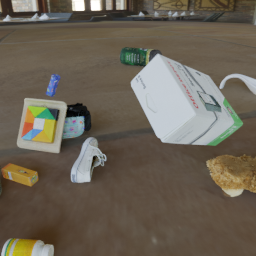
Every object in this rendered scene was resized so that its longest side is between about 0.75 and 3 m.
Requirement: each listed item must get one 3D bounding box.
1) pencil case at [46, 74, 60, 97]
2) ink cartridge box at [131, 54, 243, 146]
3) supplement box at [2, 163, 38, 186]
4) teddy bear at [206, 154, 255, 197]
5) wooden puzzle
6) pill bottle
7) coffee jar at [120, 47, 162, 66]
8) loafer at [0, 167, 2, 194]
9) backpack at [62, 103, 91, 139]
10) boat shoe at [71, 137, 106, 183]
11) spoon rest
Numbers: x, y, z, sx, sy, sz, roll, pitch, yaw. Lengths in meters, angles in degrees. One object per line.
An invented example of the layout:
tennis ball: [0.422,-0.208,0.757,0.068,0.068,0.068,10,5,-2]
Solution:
pencil case: [-2.552,-1.449,9.568,0.311,0.797,0.346,8,33,-32]
ink cartridge box: [1.545,-0.600,7.134,2.555,1.074,1.865,5,50,-47]
supplement box: [-2.742,1.186,7.114,0.920,0.317,0.306,10,29,23]
teddy bear: [3.177,1.223,6.649,2.617,0.874,1.897,-5,33,-27]
wooden puzzle: [-2.606,-0.089,8.386,1.427,1.542,0.287,6,-3,13]
pill bottle: [-1.735,2.192,4.899,0.791,0.446,0.446,2,26,4]
coffee jar: [0.844,-4.519,17.851,2.517,1.074,1.312,12,23,24]
loafer: [-3.362,1.356,6.685,0.489,0.528,1.405,-41,33,10]
backpack: [-2.073,-0.209,9.144,1.622,1.026,1.353,-8,14,-16]
boat shoe: [-0.916,0.825,7.486,0.723,0.627,1.696,4,29,8]
spoon rest: [5.705,-2.071,13.238,2.549,0.773,1.266,13,29,26]
